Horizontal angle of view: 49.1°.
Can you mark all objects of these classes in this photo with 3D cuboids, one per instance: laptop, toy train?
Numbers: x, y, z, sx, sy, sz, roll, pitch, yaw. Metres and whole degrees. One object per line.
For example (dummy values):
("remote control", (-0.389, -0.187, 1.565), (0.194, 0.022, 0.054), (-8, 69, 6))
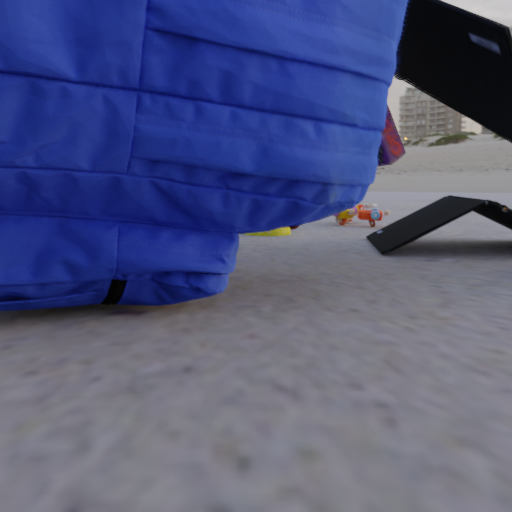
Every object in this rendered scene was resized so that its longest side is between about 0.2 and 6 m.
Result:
("laptop", (3.158, -2.685, 7.278), (3.338, 1.724, 2.959), (-15, 42, -20))
("laptop", (3.689, -0.208, 9.765), (2.932, 1.514, 2.598), (26, 10, 1))
("toy train", (2.649, -1.022, 14.436), (1.415, 0.524, 1.884), (2, 11, 6))

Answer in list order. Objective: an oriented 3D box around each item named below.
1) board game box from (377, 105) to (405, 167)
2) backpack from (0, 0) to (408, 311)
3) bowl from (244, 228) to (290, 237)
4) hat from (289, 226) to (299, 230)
("board game box", (0.878, -3.107, 9.244), (0.593, 3.674, 2.205), (-40, 23, -33))
("backpack", (-1.172, -1.585, 5.419), (4.667, 3.916, 3.792), (-3, 21, -23))
("bowl", (0.231, -0.735, 12.071), (1.029, 0.554, 1.029), (-1, 8, 0))
("hat", (-0.309, -1.112, 14.209), (2.326, 2.188, 2.642), (31, 30, -6))
